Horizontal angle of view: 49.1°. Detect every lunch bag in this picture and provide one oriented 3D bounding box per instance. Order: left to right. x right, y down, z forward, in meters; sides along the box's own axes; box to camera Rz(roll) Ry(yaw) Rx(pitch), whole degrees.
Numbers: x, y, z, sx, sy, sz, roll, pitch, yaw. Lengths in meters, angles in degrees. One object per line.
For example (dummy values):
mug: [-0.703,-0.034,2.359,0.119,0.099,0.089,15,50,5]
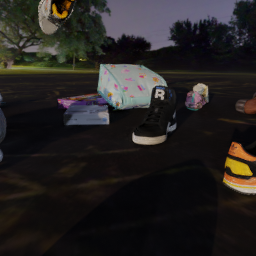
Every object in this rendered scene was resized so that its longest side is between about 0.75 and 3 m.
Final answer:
lunch bag: [0.191,-1.472,10.700,2.055,1.471,2.412,-6,33,-27]

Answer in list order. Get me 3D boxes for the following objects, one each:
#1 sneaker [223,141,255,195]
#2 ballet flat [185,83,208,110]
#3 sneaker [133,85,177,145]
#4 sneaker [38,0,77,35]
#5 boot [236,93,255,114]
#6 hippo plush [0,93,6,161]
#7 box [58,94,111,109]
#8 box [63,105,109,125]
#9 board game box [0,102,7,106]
sneaker: [2.244,0.471,4.138,1.753,0.789,0.613,-4,14,-16]
ballet flat: [2.912,-1.363,11.591,0.881,0.907,2.549,17,18,17]
sneaker: [0.669,-0.414,6.901,0.807,1.236,2.210,5,14,21]
sneaker: [-2.006,-3.307,7.773,0.834,0.881,2.143,17,-29,-25]
boot: [5.215,-0.803,9.718,1.984,0.722,2.107,-9,17,-34]
hippo plush: [-3.126,-0.281,4.398,2.699,2.150,2.170,10,17,38]
box: [-1.559,-1.067,11.417,1.463,0.418,2.139,8,16,31]
box: [-1.290,-0.447,8.978,1.338,0.353,1.716,-1,14,-6]
board game box: [-5.701,-0.960,11.590,0.715,0.149,1.057,9,16,34]
